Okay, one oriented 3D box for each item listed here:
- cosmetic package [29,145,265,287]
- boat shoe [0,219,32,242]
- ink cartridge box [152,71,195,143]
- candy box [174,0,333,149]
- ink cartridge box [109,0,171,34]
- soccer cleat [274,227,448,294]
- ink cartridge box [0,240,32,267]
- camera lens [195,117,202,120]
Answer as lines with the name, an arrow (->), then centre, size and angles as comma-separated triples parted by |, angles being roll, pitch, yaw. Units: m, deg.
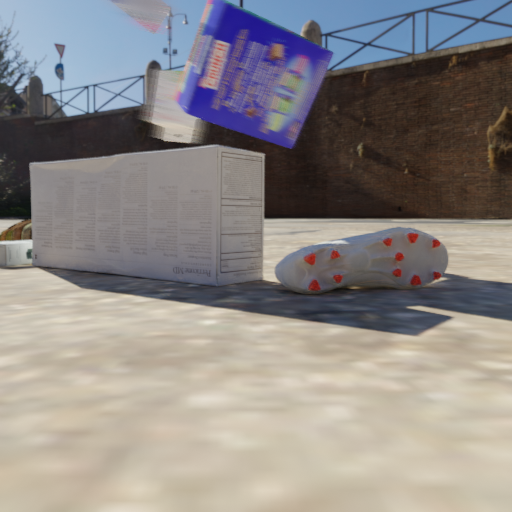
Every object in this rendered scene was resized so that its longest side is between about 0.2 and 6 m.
cosmetic package -> -1.446, -0.475, 6.719 | 3.385, 1.397, 0.857 | 4, 4, 38
boat shoe -> -4.423, -0.457, 10.890 | 0.613, 0.649, 1.803 | 1, 4, -4
ink cartridge box -> -1.371, -2.534, 9.522 | 0.659, 1.125, 0.379 | 10, 2, 30
candy box -> -0.051, -2.651, 8.256 | 1.879, 1.589, 0.724 | 12, 24, -32
ink cartridge box -> -2.010, -4.250, 9.282 | 1.102, 0.658, 0.231 | 35, -41, -22
soccer cleat -> 1.006, 0.046, 5.304 | 1.731, 0.600, 0.672 | -5, 3, -20
ink cartridge box -> -3.320, -0.047, 7.872 | 0.554, 0.314, 0.756 | 3, 6, 34
camera lens -> -1.151, -3.236, 11.548 | 0.624, 0.780, 0.624 | -15, 20, 6
